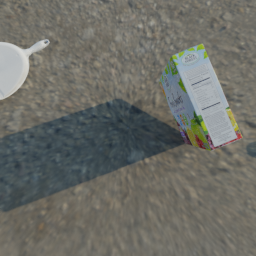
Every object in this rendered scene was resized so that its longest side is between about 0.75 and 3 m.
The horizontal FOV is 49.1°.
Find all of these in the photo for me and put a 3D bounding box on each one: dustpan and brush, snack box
[{"bbox_3d":[-3.029,-1.885,7.583,2.116,0.606,1.477,-36,104,-13],"label":"dustpan and brush"},{"bbox_3d":[1.323,-0.507,5.787,0.648,2.445,1.739,-22,89,1],"label":"snack box"}]
